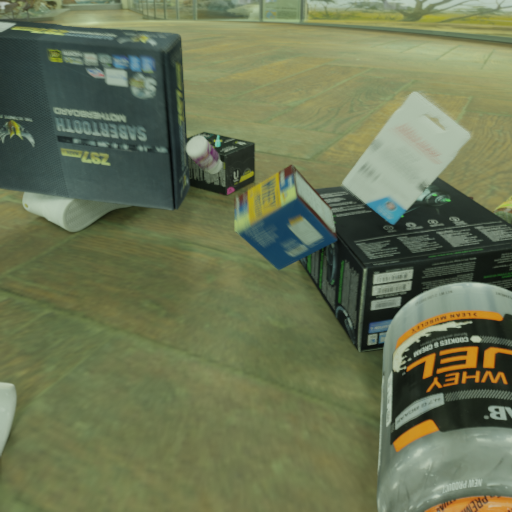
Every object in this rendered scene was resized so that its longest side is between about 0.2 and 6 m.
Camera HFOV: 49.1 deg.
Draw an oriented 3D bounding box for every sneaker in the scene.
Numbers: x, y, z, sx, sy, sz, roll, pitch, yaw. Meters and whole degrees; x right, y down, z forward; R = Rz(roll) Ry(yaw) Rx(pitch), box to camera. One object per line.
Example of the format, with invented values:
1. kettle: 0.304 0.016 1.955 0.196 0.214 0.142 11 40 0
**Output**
1. sneaker: -3.437 -1.492 11.599 1.589 1.013 2.750 19 34 28

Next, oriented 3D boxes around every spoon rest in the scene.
1. spoon rest: -2.899 2.087 5.694 0.808 0.493 1.625 4 42 9

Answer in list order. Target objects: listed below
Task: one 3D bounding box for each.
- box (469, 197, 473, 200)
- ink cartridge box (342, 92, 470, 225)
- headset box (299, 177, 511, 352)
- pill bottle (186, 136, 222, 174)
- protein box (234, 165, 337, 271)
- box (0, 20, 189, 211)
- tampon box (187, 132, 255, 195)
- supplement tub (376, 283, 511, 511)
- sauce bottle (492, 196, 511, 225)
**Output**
1. box: 3.656 -0.710 10.500 0.658 0.665 0.802 10 30 18
2. ink cartridge box: 1.949 -1.284 7.203 0.910 1.572 0.524 41 41 6
3. headset box: 2.194 -0.099 8.630 2.564 1.366 2.945 -8 29 -12
4. pill bottle: -0.868 -1.701 9.586 0.395 0.703 0.395 -11 63 22
5. protein box: 0.390 -0.495 7.600 0.988 0.995 0.671 -28 41 25
6. box: -3.034 -2.379 9.645 3.643 2.872 0.929 9 39 8
7. tampon box: -0.940 -2.128 12.804 1.517 0.958 1.137 19 34 31
8. supplement tub: 1.998 1.647 4.993 1.777 1.777 2.901 6 29 11
9. sauce bottle: 5.084 -0.849 10.746 0.720 0.720 2.226 21 33 33
